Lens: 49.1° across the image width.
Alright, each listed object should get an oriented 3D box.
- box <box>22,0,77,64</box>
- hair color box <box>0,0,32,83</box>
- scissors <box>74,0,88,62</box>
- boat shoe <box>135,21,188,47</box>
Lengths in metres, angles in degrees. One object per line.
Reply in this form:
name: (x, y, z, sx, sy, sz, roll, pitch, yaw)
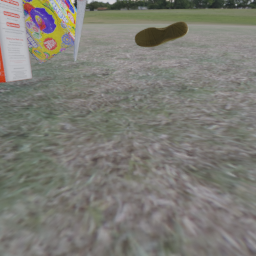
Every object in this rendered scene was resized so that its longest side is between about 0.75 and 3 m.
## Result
box: (-2.852, -3.872, 9.033, 1.512, 2.478, 2.387, -24, 38, 15)
hair color box: (-3.234, -2.434, 7.179, 0.748, 2.442, 1.240, 1, 14, 12)
scissors: (-0.742, -2.535, 5.041, 0.949, 2.596, 0.181, -10, -9, 16)
boat shoe: (1.100, -3.040, 9.189, 1.747, 0.637, 0.550, -13, 6, 17)
